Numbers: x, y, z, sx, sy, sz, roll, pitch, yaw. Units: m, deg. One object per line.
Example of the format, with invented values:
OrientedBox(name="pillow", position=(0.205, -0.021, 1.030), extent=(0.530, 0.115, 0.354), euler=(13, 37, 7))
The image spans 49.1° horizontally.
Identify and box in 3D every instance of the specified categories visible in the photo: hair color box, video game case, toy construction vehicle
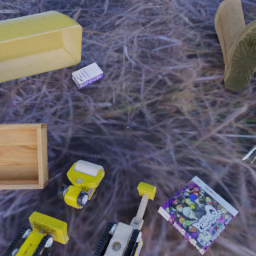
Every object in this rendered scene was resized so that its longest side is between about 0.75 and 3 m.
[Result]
OrientedBox(name="hair color box", position=(-1.222, -1.589, 8.456), extent=(0.831, 0.269, 0.454), euler=(-30, 70, -21))
OrientedBox(name="video game case", position=(1.527, 1.809, 6.050), extent=(1.333, 0.239, 1.208), euler=(-29, 57, -35))
OrientedBox(name="toy construction vehicle", position=(-0.818, 2.061, 5.765), extent=(2.333, 0.944, 2.680), euler=(10, 49, 20))

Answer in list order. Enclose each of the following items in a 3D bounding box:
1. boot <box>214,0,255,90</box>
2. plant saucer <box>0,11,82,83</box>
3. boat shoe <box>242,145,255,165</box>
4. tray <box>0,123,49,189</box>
OrientedBox(name="boot", position=(3.170, -2.897, 8.074), extent=(0.941, 2.493, 2.847), euler=(6, 60, -3))
OrientedBox(name="plant saucer", position=(-2.707, -2.050, 7.225), extent=(2.902, 2.903, 0.703), euler=(-17, 90, -11))
OrientedBox(name="boat shoe", position=(3.205, 0.619, 7.028), extent=(0.829, 0.295, 0.250), euler=(-35, 76, -21))
OrientedBox(name="tray", position=(-3.368, 0.639, 6.419), extent=(2.933, 0.543, 1.446), euler=(-1, 95, 0))
